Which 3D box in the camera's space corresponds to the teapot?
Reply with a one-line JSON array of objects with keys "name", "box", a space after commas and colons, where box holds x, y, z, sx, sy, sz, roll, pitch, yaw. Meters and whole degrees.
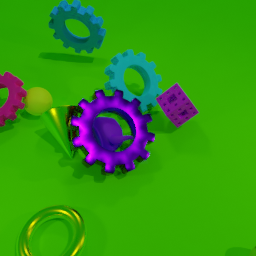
[{"name": "teapot", "box": [-0.492, 0.177, 7.169, 0.812, 1.031, 1.659, -20, 19, -27]}]

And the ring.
[{"name": "ring", "box": [-1.527, 2.216, 5.652, 1.446, 0.289, 1.446, -4, 47, 5]}]

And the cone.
[{"name": "cone", "box": [-1.611, 0.219, 7.429, 1.241, 1.241, 1.245, -11, 72, -11]}]

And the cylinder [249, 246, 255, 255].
[{"name": "cylinder", "box": [2.634, 2.513, 4.780, 0.846, 0.846, 0.846, 1, 21, 1]}]

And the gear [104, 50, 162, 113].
[{"name": "gear", "box": [0.188, -1.359, 8.294, 1.840, 0.340, 1.840, 7, 78, -32]}]

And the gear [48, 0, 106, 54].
[{"name": "gear", "box": [-1.723, -3.386, 9.543, 1.897, 1.897, 0.351, 9, 58, 9]}]

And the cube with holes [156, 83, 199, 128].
[{"name": "cube with holes", "box": [1.332, -0.605, 7.587, 0.722, 0.722, 0.722, -37, 49, 13]}]

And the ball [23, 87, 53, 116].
[{"name": "ball", "box": [-2.650, -0.777, 8.224, 0.836, 0.836, 0.836, 0, 46, 0]}]

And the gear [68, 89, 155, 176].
[{"name": "gear", "box": [-0.374, 0.084, 6.808, 2.071, 0.383, 2.071, 6, 72, -19]}]

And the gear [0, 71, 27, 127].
[{"name": "gear", "box": [-3.612, -0.812, 7.839, 1.570, 0.290, 1.570, -5, 70, 14]}]
